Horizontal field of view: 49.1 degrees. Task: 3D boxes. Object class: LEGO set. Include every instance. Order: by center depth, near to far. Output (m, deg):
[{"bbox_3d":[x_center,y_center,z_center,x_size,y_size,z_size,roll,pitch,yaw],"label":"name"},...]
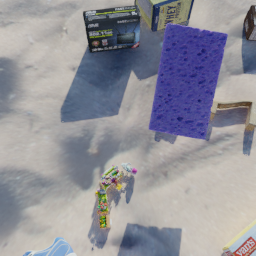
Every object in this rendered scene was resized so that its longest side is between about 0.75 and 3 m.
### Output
[{"bbox_3d":[-0.474,1.609,7.213,0.837,0.678,1.820,24,65,12],"label":"LEGO set"}]

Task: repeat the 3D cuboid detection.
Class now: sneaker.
[{"bbox_3d":[-2.268,3.418,6.291,2.443,0.925,0.941,-26,44,-13],"label":"sneaker"}]

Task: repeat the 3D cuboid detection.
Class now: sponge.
[{"bbox_3d":[1.395,-1.076,6.776,1.434,0.383,2.571,10,102,4],"label":"sponge"}]

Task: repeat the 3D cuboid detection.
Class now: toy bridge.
[{"bbox_3d":[3.731,-0.379,8.413,2.779,0.378,0.934,19,61,9],"label":"toy bridge"}]

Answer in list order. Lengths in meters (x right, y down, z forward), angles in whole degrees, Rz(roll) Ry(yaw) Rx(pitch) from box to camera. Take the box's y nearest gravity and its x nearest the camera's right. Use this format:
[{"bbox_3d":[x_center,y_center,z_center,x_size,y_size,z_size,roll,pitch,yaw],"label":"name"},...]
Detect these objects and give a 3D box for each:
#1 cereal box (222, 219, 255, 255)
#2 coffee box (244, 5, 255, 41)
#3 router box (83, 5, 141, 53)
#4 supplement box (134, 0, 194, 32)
[{"bbox_3d":[3.887,3.335,6.384,2.028,0.557,2.819,-32,67,-15],"label":"cereal box"},{"bbox_3d":[5.182,-3.661,9.898,1.845,0.736,1.043,6,63,3],"label":"coffee box"},{"bbox_3d":[-0.503,-3.275,9.348,1.817,1.362,0.565,-9,62,-4],"label":"router box"},{"bbox_3d":[1.284,-4.660,10.221,1.606,1.078,1.604,-22,65,-11],"label":"supplement box"}]
